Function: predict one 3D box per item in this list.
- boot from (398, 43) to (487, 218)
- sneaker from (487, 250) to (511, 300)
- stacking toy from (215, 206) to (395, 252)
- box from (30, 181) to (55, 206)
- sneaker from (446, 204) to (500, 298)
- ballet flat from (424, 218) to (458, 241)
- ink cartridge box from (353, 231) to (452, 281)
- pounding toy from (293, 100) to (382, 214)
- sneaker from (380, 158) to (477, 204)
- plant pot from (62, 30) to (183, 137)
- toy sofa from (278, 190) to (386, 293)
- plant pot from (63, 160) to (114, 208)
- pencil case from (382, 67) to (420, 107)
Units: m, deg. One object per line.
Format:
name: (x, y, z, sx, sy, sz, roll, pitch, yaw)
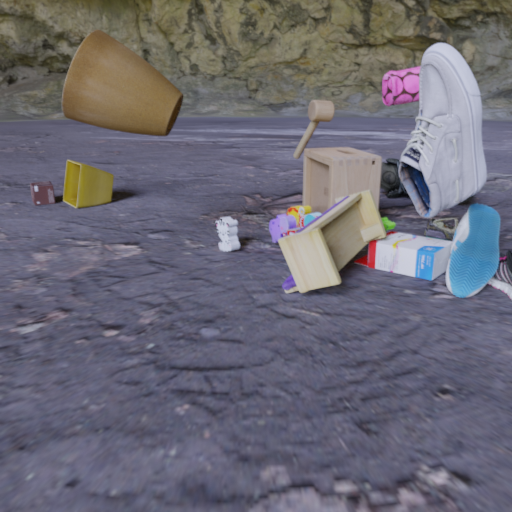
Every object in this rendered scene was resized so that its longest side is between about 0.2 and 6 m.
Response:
boot: (2.806, -1.840, 8.800, 1.252, 2.619, 0.963, -33, 28, -14)
sneaker: (4.382, 0.184, 9.283, 0.763, 0.905, 2.069, 0, 18, 1)
stacking toy: (0.870, -0.588, 11.208, 2.263, 0.705, 3.001, -14, 11, -34)
box: (-6.068, -1.781, 15.905, 0.555, 0.561, 0.676, -9, 20, -25)
sneaker: (3.749, 0.020, 9.762, 0.765, 0.808, 2.001, 23, 53, 13)
ballet flat: (4.329, -0.503, 11.957, 0.586, 0.586, 1.629, -14, 23, -36)
ink cartridge box: (2.762, -0.054, 10.602, 1.610, 0.541, 0.935, 13, 22, 37)
pounding toy: (1.897, -2.154, 13.187, 1.341, 2.932, 2.576, -5, 18, -14)
sneaker: (4.731, -2.130, 15.957, 1.913, 1.276, 3.339, -8, 17, -17)
plant pot: (-2.174, -2.736, 9.574, 1.687, 1.572, 1.572, 24, 18, -4)
toy sofa: (1.243, -0.286, 9.709, 1.147, 0.973, 2.350, -13, 14, 38)
plant pot: (-4.690, -1.991, 15.792, 1.050, 1.190, 1.190, 1, 14, -38)
pencil case: (2.767, -2.926, 9.414, 1.289, 0.604, 0.585, -13, 29, -2)
